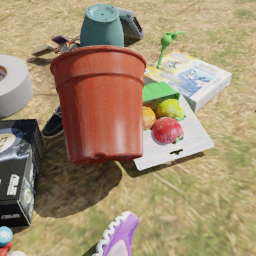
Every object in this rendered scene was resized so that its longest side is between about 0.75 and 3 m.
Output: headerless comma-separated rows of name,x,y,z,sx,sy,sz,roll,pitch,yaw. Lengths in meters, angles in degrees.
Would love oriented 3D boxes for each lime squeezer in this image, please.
lime squeezer,1.226,-2.456,7.944,0.323,0.604,1.711,7,52,43

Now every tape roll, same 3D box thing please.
tape roll,-5.059,-1.526,10.238,2.940,0.971,2.940,0,45,0

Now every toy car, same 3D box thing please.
toy car,-2.536,2.891,5.825,1.173,1.081,1.038,34,27,-9

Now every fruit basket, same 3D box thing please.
fruit basket,0.973,-0.123,8.887,2.519,1.275,2.720,-16,63,-15

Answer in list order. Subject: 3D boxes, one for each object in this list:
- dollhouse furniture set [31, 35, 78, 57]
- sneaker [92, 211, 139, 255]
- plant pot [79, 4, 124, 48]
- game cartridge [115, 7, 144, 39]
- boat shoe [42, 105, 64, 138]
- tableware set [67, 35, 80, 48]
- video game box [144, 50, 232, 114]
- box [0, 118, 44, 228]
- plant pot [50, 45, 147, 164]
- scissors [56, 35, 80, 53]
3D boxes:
dollhouse furniture set,-3.198,-3.055,12.424,1.750,1.387,1.242,-13,84,18
sneaker,-0.285,3.062,5.558,1.243,1.131,2.812,21,52,12
plant pot,-1.129,-4.085,11.979,2.047,1.923,2.047,2,52,-3
game cartridge,-0.195,-4.904,13.040,1.490,2.238,0.465,23,90,19
boat shoe,-2.157,-0.484,9.356,0.748,0.610,2.023,22,51,26
tableware set,-1.654,-3.925,13.039,2.424,0.486,1.602,30,52,27
video game box,2.190,-1.919,10.901,2.720,0.637,2.478,33,51,29
box,-3.595,1.131,7.338,2.269,1.193,2.771,-3,44,-4
plant pot,-0.676,-0.404,7.483,2.649,2.649,2.576,-4,79,-5
scissors,-2.627,-4.008,13.052,1.719,0.120,0.629,-27,41,-2
